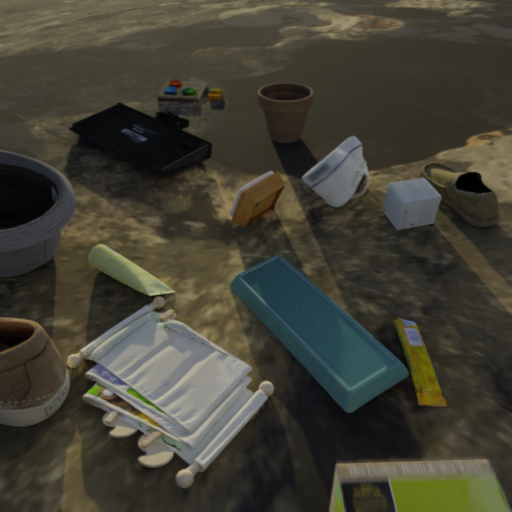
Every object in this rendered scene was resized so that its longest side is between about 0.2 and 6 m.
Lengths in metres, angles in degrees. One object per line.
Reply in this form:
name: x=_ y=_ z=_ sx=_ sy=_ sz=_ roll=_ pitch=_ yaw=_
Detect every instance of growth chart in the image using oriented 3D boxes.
growth chart: x=-1.129 y=1.504 z=6.861 sx=2.606 sy=0.231 sz=1.886 roll=30 pitch=45 yaw=34

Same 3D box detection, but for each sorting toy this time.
sorting toy: x=-1.755 y=-4.541 z=15.275 sx=1.691 sy=0.226 sz=1.260 roll=4 pitch=36 yaw=5

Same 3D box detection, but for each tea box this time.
tea box: x=1.423 y=2.582 z=4.733 sx=1.411 sy=0.943 sz=1.388 roll=-1 pitch=37 yaw=-1

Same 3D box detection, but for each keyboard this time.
keyboard: x=-2.444 y=-2.682 z=12.558 sx=3.438 sy=0.441 sz=2.064 roll=30 pitch=52 yaw=34

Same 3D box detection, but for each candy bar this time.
candy bar: x=2.060 y=1.314 z=7.167 sx=0.367 sy=0.163 sz=1.471 roll=7 pitch=35 yaw=-7

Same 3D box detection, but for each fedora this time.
fedora: x=-4.160 y=-0.567 z=8.879 sx=2.710 sy=1.224 sz=2.397 roll=17 pitch=40 yaw=11

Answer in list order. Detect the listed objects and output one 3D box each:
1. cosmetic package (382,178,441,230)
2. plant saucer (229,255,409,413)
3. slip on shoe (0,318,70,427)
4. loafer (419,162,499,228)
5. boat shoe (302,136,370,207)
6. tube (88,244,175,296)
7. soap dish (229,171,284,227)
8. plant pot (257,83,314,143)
cosmetic package: x=2.719 y=-0.916 z=9.850 sx=0.736 sy=0.616 sz=0.612 roll=-11 pitch=44 yaw=-13
plant saucer: x=0.730 y=0.871 z=7.632 sx=0.994 sy=0.270 sz=2.845 roll=-25 pitch=42 yaw=-21
slip on shoe: x=-3.985 y=1.168 z=6.597 sx=3.523 sy=1.067 sz=1.339 roll=7 pitch=36 yaw=10
loafer: x=3.782 y=-1.289 z=10.347 sx=0.779 sy=0.690 sz=2.048 roll=-14 pitch=38 yaw=-18
boat shoe: x=1.657 y=-1.521 z=10.517 sx=0.976 sy=0.991 sz=2.795 roll=51 pitch=23 yaw=-4
tube: x=-1.934 y=0.273 z=8.460 sx=1.466 sy=0.381 sz=0.425 roll=26 pitch=56 yaw=27
soap dish: x=0.032 y=-0.993 z=9.910 sx=0.406 sy=0.785 sz=0.998 roll=42 pitch=50 yaw=14
plant pot: x=0.644 y=-3.184 z=12.638 sx=1.258 sy=1.098 sz=1.258 roll=0 pitch=36 yaw=0
